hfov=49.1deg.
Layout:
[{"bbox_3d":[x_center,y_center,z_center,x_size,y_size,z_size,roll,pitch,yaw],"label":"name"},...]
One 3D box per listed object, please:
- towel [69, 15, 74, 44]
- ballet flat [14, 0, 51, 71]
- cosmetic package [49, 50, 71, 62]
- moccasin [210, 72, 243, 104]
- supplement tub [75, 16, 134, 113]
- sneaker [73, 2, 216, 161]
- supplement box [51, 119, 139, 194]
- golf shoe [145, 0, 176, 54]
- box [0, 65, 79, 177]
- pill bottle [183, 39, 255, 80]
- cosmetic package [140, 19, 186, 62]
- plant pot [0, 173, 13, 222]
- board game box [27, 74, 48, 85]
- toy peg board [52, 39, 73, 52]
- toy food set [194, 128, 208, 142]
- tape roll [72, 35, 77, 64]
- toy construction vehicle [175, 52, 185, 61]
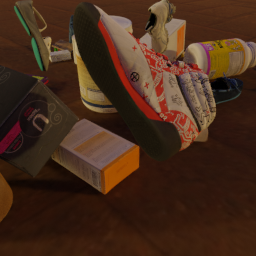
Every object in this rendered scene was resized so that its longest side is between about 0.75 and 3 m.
[{"bbox_3d":[-2.199,-4.619,13.610,1.322,0.575,2.368,-6,-8,-13],"label":"towel"},{"bbox_3d":[-2.411,-2.513,7.575,0.608,1.910,0.644,-26,11,-21],"label":"ballet flat"},{"bbox_3d":[-3.162,-3.347,13.006,0.939,0.347,0.477,-16,37,-19],"label":"cosmetic package"},{"bbox_3d":[3.294,-1.375,9.676,2.254,0.769,0.907,-27,42,-34],"label":"moccasin"},{"bbox_3d":[-0.666,-2.007,8.887,1.892,2.620,1.892,0,37,0],"label":"supplement tub"},{"bbox_3d":[0.332,-0.938,4.639,1.474,0.919,2.751,-30,85,-30],"label":"sneaker"},{"bbox_3d":[-0.835,0.606,6.786,1.917,0.705,1.208,26,42,33],"label":"supplement box"},{"bbox_3d":[0.805,-2.951,8.482,0.868,1.784,0.699,-26,53,-25],"label":"golf shoe"},{"bbox_3d":[-2.900,-0.343,6.684,2.848,1.510,1.741,22,71,39],"label":"box"},{"bbox_3d":[3.730,-2.736,11.090,2.792,1.455,1.455,-12,36,-17],"label":"pill bottle"},{"bbox_3d":[1.346,-3.300,11.559,1.004,1.429,2.818,21,50,26],"label":"cosmetic package"},{"bbox_3d":[-3.305,0.915,5.262,1.721,1.847,1.721,-1,35,1],"label":"plant pot"},{"bbox_3d":[-4.202,-1.733,10.676,1.968,0.318,1.181,10,31,15],"label":"board game box"},{"bbox_3d":[-3.146,-3.882,13.819,0.912,0.448,0.916,22,38,4],"label":"toy peg board"},{"bbox_3d":[1.419,-0.216,8.290,1.301,0.548,1.813,4,34,-16],"label":"toy food set"},{"bbox_3d":[-1.627,-3.558,12.587,1.666,1.144,1.666,0,34,0],"label":"tape roll"},{"bbox_3d":[1.745,-3.408,12.938,1.244,0.503,1.429,-29,44,-36],"label":"toy construction vehicle"}]
